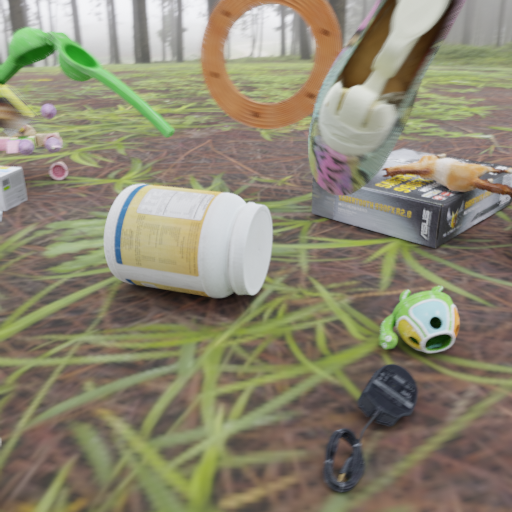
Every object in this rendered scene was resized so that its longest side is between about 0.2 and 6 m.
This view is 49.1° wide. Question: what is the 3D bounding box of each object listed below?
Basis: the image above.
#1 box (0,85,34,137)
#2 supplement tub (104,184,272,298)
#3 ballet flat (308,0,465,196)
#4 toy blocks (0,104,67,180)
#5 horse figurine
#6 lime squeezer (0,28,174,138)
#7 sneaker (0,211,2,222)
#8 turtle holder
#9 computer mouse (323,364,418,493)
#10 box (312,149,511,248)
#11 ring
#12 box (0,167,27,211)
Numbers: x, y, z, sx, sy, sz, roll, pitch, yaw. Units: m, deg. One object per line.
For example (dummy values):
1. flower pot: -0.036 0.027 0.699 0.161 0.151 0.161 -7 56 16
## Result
1. box: -4.683 -2.878 9.802 0.593 1.576 0.395 -42 29 0
2. supplement tub: -0.899 -0.200 7.744 1.992 1.441 1.441 8 25 17
3. ballet flat: 1.135 -1.677 4.975 0.894 2.585 0.920 29 22 4
4. toy blocks: -5.335 -2.617 12.716 1.821 1.949 1.641 -7 18 -15
5. horse figurine: 3.513 -1.445 9.868 1.442 0.543 2.177 -11 27 -35
6. lime squeezer: -2.424 -2.169 6.805 3.102 1.095 0.585 11 4 15
7. sneaker: -5.766 -0.836 10.124 2.078 0.736 0.759 -12 26 -27
8. turtle holder: 1.909 0.775 6.485 0.895 0.680 0.636 6 39 -14
9. computer mouse: 1.056 1.576 5.214 0.493 0.286 1.683 36 41 17
10. box: 3.175 -1.305 11.095 2.683 0.819 3.388 21 31 39
11. ring: 0.171 -2.553 7.121 1.842 1.842 0.177 7 15 16
12. box: -5.589 -1.407 11.468 1.420 0.720 0.799 5 24 11
